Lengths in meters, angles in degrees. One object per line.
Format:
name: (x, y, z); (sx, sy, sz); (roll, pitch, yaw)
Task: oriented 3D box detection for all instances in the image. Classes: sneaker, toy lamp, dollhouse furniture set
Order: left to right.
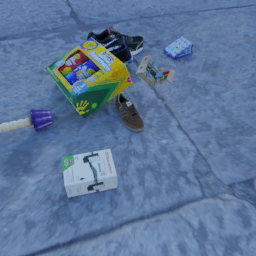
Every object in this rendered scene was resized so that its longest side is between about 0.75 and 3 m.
toy lamp: (-3.856, -0.092, 9.258); (2.707, 0.788, 0.788); (-12, 46, -13)
sneaker: (-0.571, -3.992, 12.909); (2.811, 1.214, 1.129); (-14, 48, -15)
sneaker: (0.001, -0.595, 9.833); (0.622, 0.667, 1.765); (-21, 48, -20)
dollhouse furniture set: (0.878, -1.767, 8.456); (0.965, 0.680, 0.676); (3, 63, 53)

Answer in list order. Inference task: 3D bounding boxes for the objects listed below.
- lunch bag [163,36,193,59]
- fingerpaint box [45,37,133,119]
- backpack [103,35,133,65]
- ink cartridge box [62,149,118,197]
lunch bag: (2.306, -3.699, 13.163); (1.187, 0.558, 0.893); (-28, 53, -14)
fingerpaint box: (-1.520, -1.977, 10.455); (2.245, 0.987, 2.691); (-36, 50, -7)
backpack: (-0.636, -3.144, 12.188); (1.469, 0.988, 1.341); (-27, 39, 10)
ink cartridge box: (-1.080, 1.259, 7.984); (1.443, 0.599, 1.057); (-10, 45, -10)
